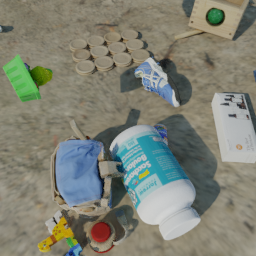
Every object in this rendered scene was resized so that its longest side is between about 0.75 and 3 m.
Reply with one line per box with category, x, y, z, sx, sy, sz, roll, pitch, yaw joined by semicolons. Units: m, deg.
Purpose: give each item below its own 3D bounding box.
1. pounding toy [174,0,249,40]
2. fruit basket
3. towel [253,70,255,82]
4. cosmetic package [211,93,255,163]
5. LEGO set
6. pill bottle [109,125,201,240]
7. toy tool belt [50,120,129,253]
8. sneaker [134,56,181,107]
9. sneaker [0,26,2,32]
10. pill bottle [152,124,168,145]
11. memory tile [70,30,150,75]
pounding toy;3.265;-4.277;10.866;2.068;1.597;2.246;23;47;13
fruit basket;-2.027;-1.082;5.966;0.976;0.704;0.976;2;79;-11
towel;4.795;-0.770;8.378;1.645;0.715;2.946;7;51;5
cosmetic package;2.988;-0.068;7.921;0.885;0.543;2.145;1;51;2
LEGO set;-1.395;2.498;5.806;0.708;0.658;1.724;-28;55;-21
pill bottle;0.611;1.193;6.380;1.360;1.360;2.455;-20;53;-15
toy tool belt;-0.901;1.222;6.184;1.659;1.633;2.657;-14;53;-11
sneaker;0.962;-1.355;8.917;0.821;0.807;2.132;-32;54;-1
sneaker;-5.521;-3.822;11.015;1.036;0.412;0.676;11;50;21
pill bottle;0.862;0.312;7.686;0.434;0.434;0.774;0;52;0
memory tile;-0.711;-2.841;10.340;2.717;0.228;2.082;-14;53;-10
